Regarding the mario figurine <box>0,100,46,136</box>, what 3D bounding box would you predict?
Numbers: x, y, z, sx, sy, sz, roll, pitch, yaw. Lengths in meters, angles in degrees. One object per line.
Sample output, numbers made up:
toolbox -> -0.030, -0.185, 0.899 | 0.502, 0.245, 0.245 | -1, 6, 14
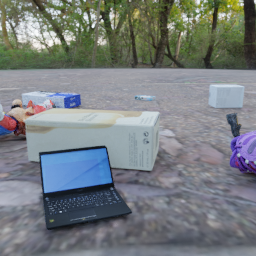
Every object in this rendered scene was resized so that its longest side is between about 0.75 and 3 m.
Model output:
mario figurine -> -3.577, -0.297, 7.879 | 2.632, 1.395, 1.625 | -18, 32, -40

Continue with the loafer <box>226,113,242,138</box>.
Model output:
loafer -> 2.910, -0.026, 7.517 | 0.291, 0.804, 0.293 | -20, 12, 30

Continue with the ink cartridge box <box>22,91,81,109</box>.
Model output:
ink cartridge box -> -3.704, -1.362, 13.518 | 2.634, 0.582, 1.238 | 8, 18, 27

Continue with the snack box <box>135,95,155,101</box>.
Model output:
snack box -> 0.933, -1.666, 15.441 | 1.001, 0.186, 0.582 | 10, 18, 32

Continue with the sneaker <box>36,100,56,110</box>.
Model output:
sneaker -> -3.660, -0.929, 12.090 | 0.765, 0.477, 1.428 | -5, 18, -29

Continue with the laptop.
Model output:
laptop -> -0.774, 0.893, 4.689 | 1.292, 0.753, 1.458 | -6, 14, -18

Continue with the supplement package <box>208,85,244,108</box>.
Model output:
supplement package -> 4.651, -1.526, 13.327 | 1.305, 0.990, 0.983 | -1, 15, -3

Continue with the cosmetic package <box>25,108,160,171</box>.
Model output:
cosmetic package -> -0.760, 0.184, 6.786 | 2.938, 1.044, 1.545 | 3, 15, 10

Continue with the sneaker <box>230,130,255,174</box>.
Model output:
sneaker -> 2.692, 0.687, 5.465 | 1.237, 1.195, 2.964 | -13, 4, 11
